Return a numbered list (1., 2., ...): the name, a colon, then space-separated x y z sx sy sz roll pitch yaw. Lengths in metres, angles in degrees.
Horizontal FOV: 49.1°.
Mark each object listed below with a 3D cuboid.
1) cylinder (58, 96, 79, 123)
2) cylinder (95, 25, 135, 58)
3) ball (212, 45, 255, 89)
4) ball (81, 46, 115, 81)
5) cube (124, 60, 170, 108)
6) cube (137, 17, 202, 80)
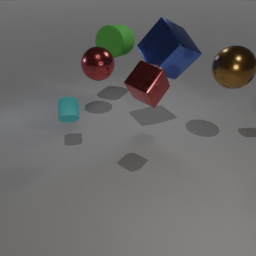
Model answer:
1. cylinder: -2.047 -0.626 9.644 0.700 0.700 0.700 -5 70 -9
2. cylinder: -0.574 -3.975 12.813 1.400 1.400 1.400 11 23 19
3. ball: 3.470 -1.980 9.181 1.400 1.400 1.400 0 28 0
4. ball: -1.249 -2.665 11.633 1.400 1.400 1.400 0 28 0
5. cube: 0.462 -1.029 6.604 0.700 0.700 0.700 30 79 30
6. cube: 1.454 -2.787 10.010 1.400 1.400 1.400 3 53 -47
